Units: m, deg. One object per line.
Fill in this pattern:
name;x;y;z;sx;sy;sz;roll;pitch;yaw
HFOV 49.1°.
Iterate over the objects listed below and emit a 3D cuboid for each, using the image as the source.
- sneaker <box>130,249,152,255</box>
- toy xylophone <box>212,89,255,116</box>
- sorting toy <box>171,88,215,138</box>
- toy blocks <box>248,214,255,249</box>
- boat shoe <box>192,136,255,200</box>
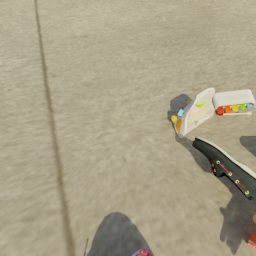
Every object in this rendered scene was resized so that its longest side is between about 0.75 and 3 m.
sneaker;-0.328;2.798;3.258;1.118;1.207;2.994;-25;19;39
toy xylophone;2.879;-0.658;7.658;1.239;0.311;0.907;1;59;13
sorting toy;1.708;-0.510;7.018;1.219;1.097;0.651;-30;68;-30
toy blocks;2.381;1.756;4.549;0.544;1.249;1.498;46;71;5
boat shoe;1.915;0.759;5.639;1.634;0.598;0.512;41;92;27
